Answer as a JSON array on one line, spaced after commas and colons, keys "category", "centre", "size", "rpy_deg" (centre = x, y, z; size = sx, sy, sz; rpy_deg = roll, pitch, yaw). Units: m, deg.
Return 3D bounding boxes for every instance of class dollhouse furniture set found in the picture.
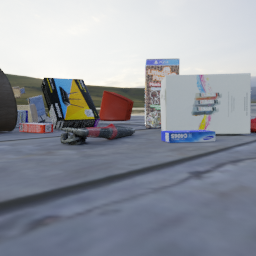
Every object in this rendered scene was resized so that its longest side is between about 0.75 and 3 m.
[{"category": "dollhouse furniture set", "centre": [-5.015, -1.324, 15.425], "size": [1.489, 2.155, 2.283], "rpy_deg": [2, 16, 30]}]

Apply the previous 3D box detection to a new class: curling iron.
[{"category": "curling iron", "centre": [-0.541, 0.080, 6.633], "size": [0.726, 0.374, 2.929], "rpy_deg": [1, 4, 28]}]

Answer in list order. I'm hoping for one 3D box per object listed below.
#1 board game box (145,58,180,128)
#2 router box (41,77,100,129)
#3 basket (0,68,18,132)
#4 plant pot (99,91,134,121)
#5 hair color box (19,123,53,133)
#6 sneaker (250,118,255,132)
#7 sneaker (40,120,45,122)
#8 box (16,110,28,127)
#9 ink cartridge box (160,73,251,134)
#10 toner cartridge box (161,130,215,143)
[{"category": "board game box", "centre": [1.371, -1.380, 11.764], "size": [1.303, 2.691, 2.145], "rpy_deg": [0, 4, 2]}, {"category": "router box", "centre": [-2.243, -0.994, 10.789], "size": [1.687, 2.261, 0.577], "rpy_deg": [-3, -39, -32]}, {"category": "basket", "centre": [-4.806, -0.723, 7.900], "size": [1.709, 2.265, 2.513], "rpy_deg": [-28, -7, 39]}, {"category": "plant pot", "centre": [-0.736, -1.400, 19.979], "size": [1.826, 2.073, 2.071], "rpy_deg": [14, 7, 16]}, {"category": "hair color box", "centre": [-2.862, -0.005, 8.747], "size": [0.909, 0.291, 0.504], "rpy_deg": [4, 4, 22]}, {"category": "sneaker", "centre": [4.615, -0.573, 9.261], "size": [2.365, 1.366, 0.927], "rpy_deg": [-3, 4, -38]}, {"category": "sneaker", "centre": [-5.398, -0.544, 16.764], "size": [0.838, 0.441, 1.160], "rpy_deg": [-3, 3, -10]}, {"category": "box", "centre": [-5.116, -0.389, 11.636], "size": [1.274, 0.727, 1.385], "rpy_deg": [3, 3, 28]}, {"category": "ink cartridge box", "centre": [2.153, -0.678, 8.279], "size": [2.323, 1.680, 1.688], "rpy_deg": [0, 3, 3]}, {"category": "toner cartridge box", "centre": [1.318, 0.178, 6.179], "size": [1.070, 0.231, 0.508], "rpy_deg": [-1, 5, -12]}]
